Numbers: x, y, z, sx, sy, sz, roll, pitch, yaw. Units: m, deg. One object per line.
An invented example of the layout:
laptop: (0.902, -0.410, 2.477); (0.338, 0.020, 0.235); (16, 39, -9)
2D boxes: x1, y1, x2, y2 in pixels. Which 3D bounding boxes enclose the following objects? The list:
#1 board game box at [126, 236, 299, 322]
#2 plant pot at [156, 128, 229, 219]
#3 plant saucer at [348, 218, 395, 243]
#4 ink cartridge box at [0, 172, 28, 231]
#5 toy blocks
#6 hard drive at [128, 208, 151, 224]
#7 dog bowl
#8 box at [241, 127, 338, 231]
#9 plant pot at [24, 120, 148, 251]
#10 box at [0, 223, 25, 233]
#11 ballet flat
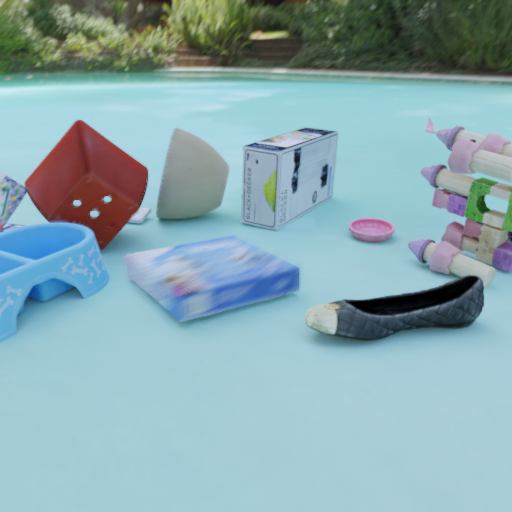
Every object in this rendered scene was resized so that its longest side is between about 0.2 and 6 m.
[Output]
board game box: (-0.754, 0.268, 9.172); (2.110, 0.458, 2.100); (-12, 21, -31)
plant pot: (-1.349, -1.708, 12.509); (1.358, 2.023, 2.023); (12, 21, -7)
plant saucer: (2.370, -0.514, 11.532); (0.944, 0.239, 0.944); (0, 25, 0)
ink cartridge box: (-4.811, -0.766, 9.872); (0.826, 1.517, 0.382); (34, -21, -22)
toy blocks: (3.934, -1.118, 10.105); (2.623, 2.451, 2.208); (-21, 35, -35)
hard drive: (-2.873, -0.926, 12.571); (0.871, 0.116, 0.575); (5, 34, 14)
dog bowl: (-3.866, 0.328, 8.645); (1.944, 0.864, 3.487); (13, 25, 28)
box: (0.828, -1.862, 12.944); (0.916, 1.777, 3.048); (15, 25, 27)
plant pot: (-3.163, -1.163, 10.698); (1.783, 1.785, 1.573); (36, 16, -36)
box: (-5.579, -0.446, 11.368); (1.617, 0.262, 0.980); (8, 23, 16)
ballet flat: (1.941, 0.684, 7.880); (2.640, 0.750, 0.877); (-5, 22, -13)
